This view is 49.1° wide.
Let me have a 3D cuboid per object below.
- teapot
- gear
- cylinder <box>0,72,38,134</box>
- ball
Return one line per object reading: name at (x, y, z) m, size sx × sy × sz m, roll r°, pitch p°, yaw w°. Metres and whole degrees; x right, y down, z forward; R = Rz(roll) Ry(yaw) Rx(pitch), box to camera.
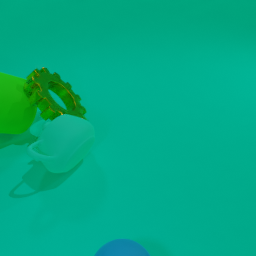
teapot at (-1.275, 0.230, 5.646) m, size 0.965 × 1.226 × 1.971 m, roll 39°, pitch 26°, yaw 8°
gear at (-1.712, -0.696, 6.827) m, size 0.313 × 1.694 × 1.694 m, roll -36°, pitch 29°, yaw 19°
cylinder at (-3.036, -0.588, 6.349) m, size 1.384 × 1.384 × 1.384 m, roll 26°, pitch 9°, yaw 33°
ball at (-0.074, 1.886, 3.601) m, size 0.863 × 0.863 × 0.863 m, roll 0°, pitch 34°, yaw 0°
